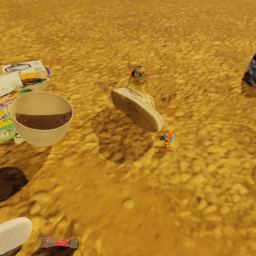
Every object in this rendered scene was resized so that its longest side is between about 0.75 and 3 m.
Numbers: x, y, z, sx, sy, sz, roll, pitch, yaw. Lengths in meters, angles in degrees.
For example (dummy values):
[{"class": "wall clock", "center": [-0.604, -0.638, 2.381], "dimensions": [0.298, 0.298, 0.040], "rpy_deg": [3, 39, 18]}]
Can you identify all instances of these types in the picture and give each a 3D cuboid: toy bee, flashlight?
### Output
[{"class": "toy bee", "center": [1.275, 0.434, 9.219], "dimensions": [0.963, 0.524, 0.631], "rpy_deg": [0, 19, -45]}, {"class": "flashlight", "center": [-1.537, 2.599, 6.318], "dimensions": [0.825, 0.280, 0.279], "rpy_deg": [2, 37, 3]}]

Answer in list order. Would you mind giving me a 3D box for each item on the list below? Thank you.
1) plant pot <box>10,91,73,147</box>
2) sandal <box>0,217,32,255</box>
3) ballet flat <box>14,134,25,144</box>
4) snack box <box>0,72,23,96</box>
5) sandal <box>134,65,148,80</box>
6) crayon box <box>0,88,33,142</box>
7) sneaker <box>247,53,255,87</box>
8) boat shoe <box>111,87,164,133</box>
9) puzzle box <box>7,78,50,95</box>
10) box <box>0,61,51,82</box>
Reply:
[{"class": "plant pot", "center": [-2.787, -0.120, 9.070], "dimensions": [1.878, 1.261, 1.878], "rpy_deg": [10, 41, -9]}, {"class": "sandal", "center": [-3.531, 2.609, 5.693], "dimensions": [3.059, 1.172, 0.877], "rpy_deg": [-21, 39, -39]}, {"class": "ballet flat", "center": [-3.446, 0.214, 9.587], "dimensions": [0.326, 0.301, 0.966], "rpy_deg": [23, 42, 31]}, {"class": "snack box", "center": [-5.674, -1.378, 10.666], "dimensions": [1.932, 0.720, 2.717], "rpy_deg": [-4, 23, 21]}, {"class": "sandal", "center": [0.590, -2.760, 13.583], "dimensions": [0.638, 0.429, 1.587], "rpy_deg": [-3, 36, -5]}, {"class": "crayon box", "center": [-4.189, -0.530, 10.296], "dimensions": [2.222, 0.648, 1.917], "rpy_deg": [-27, 44, -31]}, {"class": "sneaker", "center": [6.196, -2.691, 12.863], "dimensions": [1.057, 1.168, 2.743], "rpy_deg": [1, 37, 2]}, {"class": "boat shoe", "center": [0.471, -0.853, 10.390], "dimensions": [1.020, 1.087, 2.948], "rpy_deg": [-26, 42, -23]}, {"class": "puzzle box", "center": [-4.882, -1.949, 12.583], "dimensions": [2.274, 0.289, 1.513], "rpy_deg": [10, 38, 13]}, {"class": "box", "center": [-4.723, -2.567, 12.811], "dimensions": [2.233, 0.463, 1.329], "rpy_deg": [-17, 38, -20]}]
